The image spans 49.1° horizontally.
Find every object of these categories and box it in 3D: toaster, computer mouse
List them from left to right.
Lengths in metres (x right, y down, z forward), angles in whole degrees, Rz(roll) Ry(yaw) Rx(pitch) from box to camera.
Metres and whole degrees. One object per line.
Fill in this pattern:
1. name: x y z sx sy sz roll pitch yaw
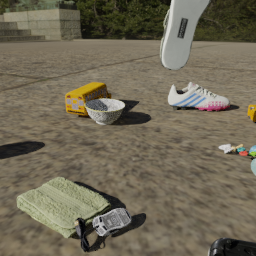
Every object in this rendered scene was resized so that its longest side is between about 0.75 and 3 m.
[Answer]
1. computer mouse: -0.405 1.705 4.845 1.037 0.228 0.569 -8 46 -32
2. toaster: 1.524 2.115 2.465 2.101 1.247 1.900 5 22 13

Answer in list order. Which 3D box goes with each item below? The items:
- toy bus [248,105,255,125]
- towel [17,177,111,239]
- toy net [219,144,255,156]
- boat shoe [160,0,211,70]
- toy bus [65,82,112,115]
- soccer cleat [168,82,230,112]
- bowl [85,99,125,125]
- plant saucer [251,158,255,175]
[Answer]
1. toy bus: 4.744 -0.471 10.185 0.510 0.424 1.303 2 21 2
2. towel: -1.254 1.452 5.456 1.620 0.296 1.202 15 25 34
3. toy net: 2.960 0.638 7.478 1.122 0.217 0.588 -1 24 42
4. boat shoe: 1.358 -2.795 7.147 0.922 2.609 0.831 15 14 -13
5. toy bus: -1.491 -1.190 11.214 0.824 0.991 2.532 8 23 19
6. soccer cleat: 2.914 -1.285 11.327 2.538 1.096 0.887 1 21 1
7. bowl: -0.822 -0.527 9.954 1.417 0.665 1.417 2 22 -1
8. plant saucer: 4.161 0.925 6.627 2.283 0.440 2.283 0 21 0
